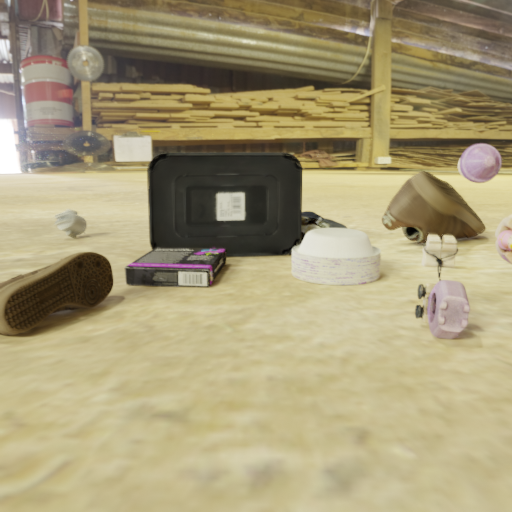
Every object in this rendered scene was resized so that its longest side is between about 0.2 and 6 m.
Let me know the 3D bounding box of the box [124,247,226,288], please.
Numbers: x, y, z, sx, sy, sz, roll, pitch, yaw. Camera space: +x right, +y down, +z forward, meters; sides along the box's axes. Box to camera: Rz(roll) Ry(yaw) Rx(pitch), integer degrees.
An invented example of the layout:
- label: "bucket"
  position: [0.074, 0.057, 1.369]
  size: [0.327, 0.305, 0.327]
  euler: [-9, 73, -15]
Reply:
- label: "box"
  position: [-1.135, 0.140, 8.392]
  size: [1.180, 0.298, 1.651]
  euler: [2, 12, 6]

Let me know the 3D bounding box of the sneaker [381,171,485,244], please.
- label: "sneaker"
  position: [3.474, -0.797, 11.079]
  size: [3.145, 1.188, 1.108]
  euler: [16, 40, -50]

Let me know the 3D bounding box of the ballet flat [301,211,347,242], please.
- label: "ballet flat"
  position: [1.034, -0.528, 10.833]
  size: [0.683, 0.683, 1.870]
  euler: [-7, 15, -31]

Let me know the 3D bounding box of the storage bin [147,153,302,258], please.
- label: "storage bin"
  position: [-0.589, -0.948, 10.049]
  size: [2.634, 1.780, 1.235]
  euler: [-1, 10, -8]

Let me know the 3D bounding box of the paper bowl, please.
- label: "paper bowl"
  position: [1.175, -0.025, 8.249]
  size: [1.305, 0.679, 1.305]
  euler: [1, 12, 0]

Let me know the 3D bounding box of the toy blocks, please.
- label: "toy blocks"
  position: [2.722, -0.084, 4.872]
  size: [2.196, 2.052, 1.849]
  euler: [4, 6, 7]

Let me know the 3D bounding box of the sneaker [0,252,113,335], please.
- label: "sneaker"
  position: [-2.398, 0.350, 6.301]
  size: [0.729, 0.679, 1.929]
  euler: [0, 9, 21]

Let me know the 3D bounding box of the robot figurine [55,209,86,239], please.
- label: "robot figurine"
  position: [-3.860, -0.679, 11.731]
  size: [0.414, 0.622, 0.733]
  euler: [-12, -21, 26]
